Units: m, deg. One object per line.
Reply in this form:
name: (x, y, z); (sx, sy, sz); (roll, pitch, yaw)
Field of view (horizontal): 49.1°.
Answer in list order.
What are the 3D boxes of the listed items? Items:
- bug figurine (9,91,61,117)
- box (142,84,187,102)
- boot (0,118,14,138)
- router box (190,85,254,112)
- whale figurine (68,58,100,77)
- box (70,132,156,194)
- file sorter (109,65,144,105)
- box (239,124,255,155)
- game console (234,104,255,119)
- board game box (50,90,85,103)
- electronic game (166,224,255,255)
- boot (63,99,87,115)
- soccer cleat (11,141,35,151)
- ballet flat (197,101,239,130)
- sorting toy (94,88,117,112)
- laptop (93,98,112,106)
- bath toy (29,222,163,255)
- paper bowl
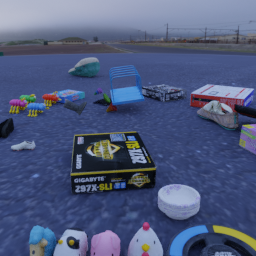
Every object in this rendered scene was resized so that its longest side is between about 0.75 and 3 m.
bug figurine: (-4.552, -1.262, 13.684); (2.086, 0.692, 2.690); (1, 20, 4)
box: (2.051, -2.053, 16.198); (1.687, 0.532, 2.139); (-13, 23, -32)
boot: (-4.863, -0.022, 10.382); (0.988, 0.497, 1.321); (-2, 20, -5)
router box: (4.967, -1.614, 14.661); (2.573, 0.700, 2.867); (12, 22, 30)
whale figurine: (-3.639, -4.861, 23.560); (2.828, 1.467, 2.250); (-17, 3, 29)
box: (-0.500, 0.833, 7.748); (2.050, 0.634, 2.568); (-1, 19, -8)
file sorter: (-0.149, -2.099, 13.380); (1.463, 1.293, 2.108); (-9, 25, -2)
box: (4.618, 0.385, 8.832); (1.531, 0.740, 1.347); (-6, 20, -15)
game console: (5.367, -0.449, 10.462); (2.550, 0.396, 2.255); (18, 5, 28)
board game box: (-3.433, -1.782, 15.621); (1.268, 0.375, 1.667); (12, 22, 29)
electronic game: (1.481, 2.113, 4.411); (1.756, 0.365, 1.756); (0, 19, 0)
boot: (-2.244, -0.998, 11.858); (0.824, 0.749, 0.299); (34, 17, -4)
soccer cleat: (-3.380, 0.556, 9.033); (0.753, 0.292, 0.261); (-2, 19, -6)
ballet flat: (3.775, -0.677, 11.758); (0.853, 0.843, 2.507); (-7, 20, -20)
sorting toy: (-1.082, -1.216, 12.958); (0.489, 1.421, 0.493); (-31, 34, 15)
laptop: (-1.274, -1.327, 14.864); (0.875, 0.452, 0.776); (-18, 2, 44)
bath toy: (-0.461, 1.886, 4.484); (2.071, 0.765, 0.900); (1, 19, 0)
paper bowl: (1.053, 1.570, 5.853); (0.862, 0.448, 0.862); (0, 19, 0)
